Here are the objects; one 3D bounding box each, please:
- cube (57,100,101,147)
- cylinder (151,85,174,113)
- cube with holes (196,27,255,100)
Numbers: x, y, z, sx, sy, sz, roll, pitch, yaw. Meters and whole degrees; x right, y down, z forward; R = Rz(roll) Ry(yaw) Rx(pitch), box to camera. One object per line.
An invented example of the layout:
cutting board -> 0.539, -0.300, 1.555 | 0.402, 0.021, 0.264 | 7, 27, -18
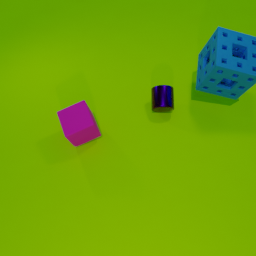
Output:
cube -> -1.370, -0.109, 7.925 | 0.848, 0.848, 0.848 | -24, 65, -1
cylinder -> 1.081, -0.902, 8.745 | 0.701, 0.701, 0.701 | 0, 78, 0
cube with holes -> 2.905, -1.836, 8.168 | 1.322, 1.322, 1.322 | 13, 67, -6
